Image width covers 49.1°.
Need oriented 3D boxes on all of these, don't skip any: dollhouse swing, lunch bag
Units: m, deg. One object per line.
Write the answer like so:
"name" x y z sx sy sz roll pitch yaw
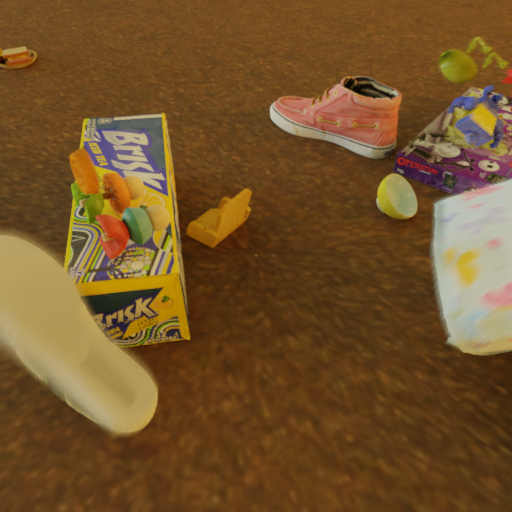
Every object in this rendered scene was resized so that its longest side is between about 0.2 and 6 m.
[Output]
"dollhouse swing" -0.605 -0.744 9.013 0.830 0.803 0.913 26 49 26
"lunch bag" 3.386 0.098 6.452 2.403 1.801 2.834 -19 14 23

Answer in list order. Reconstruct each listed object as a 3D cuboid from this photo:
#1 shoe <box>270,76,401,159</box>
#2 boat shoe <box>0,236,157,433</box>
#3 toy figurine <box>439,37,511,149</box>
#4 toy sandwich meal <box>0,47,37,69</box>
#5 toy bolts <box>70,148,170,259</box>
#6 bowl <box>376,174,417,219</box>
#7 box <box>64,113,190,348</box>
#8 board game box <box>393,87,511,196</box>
"shoe" 1.540 -3.011 11.185 2.840 1.292 1.015 26 48 26
"boat shoe" -2.223 0.981 6.157 2.636 0.935 0.950 49 48 4
"toy figurine" 4.029 -2.622 9.999 2.121 1.119 1.271 36 75 -17
"toy sandwich meal" -6.163 -5.132 14.250 1.177 0.403 1.177 0 42 0
"toy bolts" -1.627 -0.723 6.840 0.868 1.196 1.252 -23 62 -25
"bowl" 2.288 -0.939 9.435 0.790 0.425 0.790 17 61 -33
"box" -1.909 -0.600 8.454 1.445 1.326 4.123 -6 41 -7
"board game box" 4.481 -2.226 10.938 2.148 0.578 3.578 30 49 24
